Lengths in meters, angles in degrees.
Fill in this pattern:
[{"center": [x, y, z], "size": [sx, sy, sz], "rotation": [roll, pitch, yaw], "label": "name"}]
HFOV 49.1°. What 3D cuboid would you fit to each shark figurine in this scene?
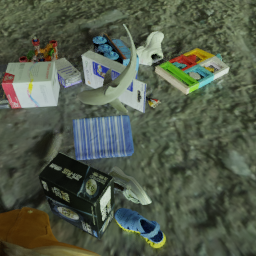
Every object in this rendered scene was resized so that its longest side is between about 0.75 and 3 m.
[{"center": [-0.319, -1.395, 7.804], "size": [1.515, 2.535, 1.058], "rotation": [40, 17, 7], "label": "shark figurine"}]

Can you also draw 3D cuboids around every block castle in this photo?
[{"center": [-3.459, -2.919, 10.998], "size": [1.077, 0.756, 1.611], "rotation": [6, 47, 5], "label": "block castle"}]

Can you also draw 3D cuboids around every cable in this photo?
[{"center": [0.723, -1.004, 9.575], "size": [0.462, 0.239, 0.950], "rotation": [-32, 55, -26], "label": "cable"}]

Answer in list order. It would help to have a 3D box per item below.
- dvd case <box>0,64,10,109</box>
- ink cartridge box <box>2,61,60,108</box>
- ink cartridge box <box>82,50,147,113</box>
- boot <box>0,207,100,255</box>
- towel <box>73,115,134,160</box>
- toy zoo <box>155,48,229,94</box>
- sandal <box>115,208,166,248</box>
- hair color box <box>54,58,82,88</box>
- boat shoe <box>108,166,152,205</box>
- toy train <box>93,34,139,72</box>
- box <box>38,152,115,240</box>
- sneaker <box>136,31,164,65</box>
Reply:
[{"center": [-5.067, -1.507, 10.071], "size": [1.835, 0.197, 2.468], "rotation": [-6, 48, -6], "label": "dvd case"}, {"center": [-3.164, -1.451, 9.383], "size": [1.546, 1.118, 1.123], "rotation": [-3, 47, -3], "label": "ink cartridge box"}, {"center": [-0.404, -1.575, 9.407], "size": [2.647, 1.253, 0.491], "rotation": [30, 54, 25], "label": "ink cartridge box"}, {"center": [-1.739, 2.293, 5.798], "size": [2.599, 0.914, 1.860], "rotation": [6, 12, -7], "label": "boot"}, {"center": [-0.707, 0.261, 7.996], "size": [1.663, 0.198, 1.204], "rotation": [-5, 81, -7], "label": "towel"}, {"center": [2.607, -2.319, 10.771], "size": [2.628, 0.269, 1.724], "rotation": [-29, 53, -24], "label": "toy zoo"}, {"center": [0.276, 2.184, 6.414], "size": [1.302, 0.567, 0.517], "rotation": [21, 53, 21], "label": "sandal"}, {"center": [-2.364, -2.088, 10.456], "size": [0.706, 0.419, 1.292], "rotation": [-26, 51, -26], "label": "hair color box"}, {"center": [-0.035, 1.455, 6.813], "size": [0.532, 0.611, 1.658], "rotation": [-43, 35, -14], "label": "boat shoe"}, {"center": [-0.528, -2.796, 10.787], "size": [1.325, 1.005, 2.319], "rotation": [-11, 45, -22], "label": "toy train"}, {"center": [-1.060, 1.536, 6.211], "size": [1.391, 1.699, 0.732], "rotation": [22, 50, 18], "label": "box"}, {"center": [1.057, -3.119, 11.296], "size": [0.978, 0.767, 1.969], "rotation": [28, 62, 15], "label": "sneaker"}]
